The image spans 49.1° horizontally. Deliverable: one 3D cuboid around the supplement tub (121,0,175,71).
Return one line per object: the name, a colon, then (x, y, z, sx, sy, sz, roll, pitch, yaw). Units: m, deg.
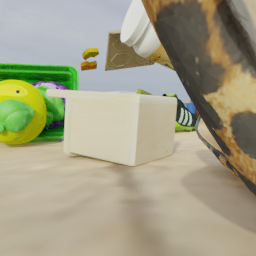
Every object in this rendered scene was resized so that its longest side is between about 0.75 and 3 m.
supplement tub: (1.030, -2.178, 6.481, 2.096, 1.513, 1.513, 18, -4, -21)

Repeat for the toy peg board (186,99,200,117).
toy peg board: (2.637, -0.547, 7.937, 2.175, 1.064, 2.166, 1, 3, 27)

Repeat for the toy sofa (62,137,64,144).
toy sofa: (-0.450, -0.040, 4.219, 0.575, 0.488, 1.178, 3, 4, 27)

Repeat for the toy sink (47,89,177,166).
toy sink: (-0.197, -0.035, 2.850, 1.153, 0.646, 0.752, 8, 7, 32)

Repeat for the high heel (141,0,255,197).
high heel: (0.448, -0.048, 1.298, 2.063, 0.737, 1.471, 18, -2, -39)

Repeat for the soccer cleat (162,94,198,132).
soccer cleat: (1.061, -0.324, 6.103, 0.688, 0.825, 2.037, 2, 4, 34)

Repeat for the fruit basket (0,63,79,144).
fruit basket: (-1.602, -0.357, 4.051, 1.921, 1.385, 1.921, -4, -14, -1)

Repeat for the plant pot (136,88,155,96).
plant pot: (0.806, -0.585, 9.421, 1.288, 1.205, 1.205, 16, 5, 4)

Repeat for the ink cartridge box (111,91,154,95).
ink cartridge box: (-0.628, -0.867, 11.862, 2.930, 1.221, 2.128, 3, 4, 42)

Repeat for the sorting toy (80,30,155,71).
sorting toy: (-0.237, -2.718, 9.696, 2.851, 0.382, 2.124, -10, -22, -14)
